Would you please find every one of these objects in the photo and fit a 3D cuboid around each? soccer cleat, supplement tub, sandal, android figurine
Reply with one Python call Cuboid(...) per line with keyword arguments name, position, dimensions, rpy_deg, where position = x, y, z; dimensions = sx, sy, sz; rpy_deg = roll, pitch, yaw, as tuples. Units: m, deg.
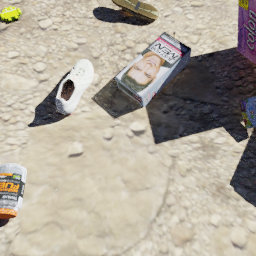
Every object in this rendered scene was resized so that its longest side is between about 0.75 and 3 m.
Cuboid(name="soccer cleat", position=(-1.726, -1.508, 9.252), dimensions=(0.812, 0.910, 2.345), rpy_deg=(13, 60, 8))
Cuboid(name="supplement tub", position=(-3.179, 1.676, 7.428), dimensions=(0.807, 0.807, 1.317), rpy_deg=(-3, 60, -1))
Cuboid(name="sandal", position=(0.207, -4.948, 11.526), dimensions=(2.228, 0.602, 0.895), rpy_deg=(29, 68, 0))
Cuboid(name="android figurine", position=(-4.850, -4.716, 11.568), dimensions=(0.843, 0.190, 0.926), rpy_deg=(-23, 64, -13))

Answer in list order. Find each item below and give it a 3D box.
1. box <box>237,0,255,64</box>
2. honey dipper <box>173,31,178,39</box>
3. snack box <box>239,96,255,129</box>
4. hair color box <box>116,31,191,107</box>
Cuboid(name="box", position=(4.955, -3.036, 8.714), dimensions=(1.443, 2.626, 2.985), rpy_deg=(-30, 52, -2))
Cuboid(name="honey dipper", position=(1.673, -2.999, 10.474), dimensions=(0.327, 0.327, 1.724), rpy_deg=(13, 60, 7))
Cuboid(name="snack box", position=(3.940, -0.499, 8.644), dimensions=(0.762, 0.306, 0.903), rpy_deg=(-16, 76, 36))
Cuboid(name="hair color box", position=(0.876, -1.993, 9.421), dimensions=(1.200, 0.735, 2.425), rpy_deg=(40, 77, 21))
